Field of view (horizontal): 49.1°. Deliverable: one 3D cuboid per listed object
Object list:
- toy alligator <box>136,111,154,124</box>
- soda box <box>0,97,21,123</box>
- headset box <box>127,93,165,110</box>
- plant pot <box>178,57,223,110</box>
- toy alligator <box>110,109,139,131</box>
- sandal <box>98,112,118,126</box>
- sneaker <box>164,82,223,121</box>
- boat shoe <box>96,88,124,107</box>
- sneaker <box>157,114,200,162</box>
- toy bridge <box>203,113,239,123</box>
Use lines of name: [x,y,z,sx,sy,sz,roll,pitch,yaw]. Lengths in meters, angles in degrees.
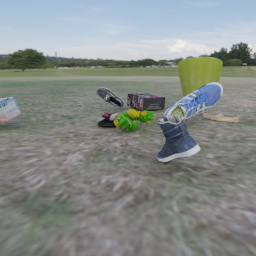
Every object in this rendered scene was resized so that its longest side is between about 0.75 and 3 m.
toy alligator: [0.423,-0.393,9.173,1.355,0.402,0.368,1,44,51]
soda box: [-4.331,-0.520,8.792,1.852,0.633,0.589,-4,24,24]
headset box: [0.838,-1.183,12.601,1.174,0.592,1.579,-5,15,-28]
plant pot: [3.003,-1.748,11.815,1.842,1.968,1.842,2,-3,0]
toy alligator: [-0.031,-0.158,8.155,0.624,0.571,2.105,-38,-5,13]
sandal: [-0.584,-0.381,9.667,0.702,0.421,1.870,3,14,9]
sneaker: [2.045,-0.683,8.815,2.096,0.793,0.807,-35,-2,18]
boat shoe: [-0.793,-1.329,12.136,1.376,0.500,0.431,30,17,0]
sneaker: [0.805,0.200,5.511,0.450,0.855,1.184,-34,2,-31]
toy bridge: [3.309,-0.372,10.145,0.458,0.185,1.362,-8,15,-42]
